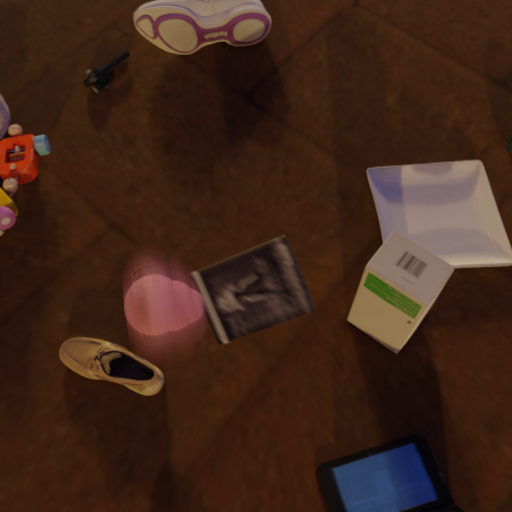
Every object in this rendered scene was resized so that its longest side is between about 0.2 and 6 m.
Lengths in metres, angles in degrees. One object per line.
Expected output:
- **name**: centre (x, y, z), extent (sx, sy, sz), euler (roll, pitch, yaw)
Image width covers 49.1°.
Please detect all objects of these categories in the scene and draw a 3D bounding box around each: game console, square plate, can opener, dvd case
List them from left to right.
- **can opener**: centre (-2.954, -3.686, 11.105), extent (0.373, 0.462, 1.176), euler (4, 49, 47)
- **dvd case**: centre (-0.065, 0.465, 7.299), extent (1.399, 0.112, 1.040), euler (-22, 94, 14)
- **game console**: centre (1.770, 3.131, 7.125), extent (1.666, 1.436, 0.989), euler (-15, 90, -7)
- **square plate**: centre (3.045, -0.655, 9.479), extent (2.075, 0.298, 2.095), euler (-5, 62, -2)

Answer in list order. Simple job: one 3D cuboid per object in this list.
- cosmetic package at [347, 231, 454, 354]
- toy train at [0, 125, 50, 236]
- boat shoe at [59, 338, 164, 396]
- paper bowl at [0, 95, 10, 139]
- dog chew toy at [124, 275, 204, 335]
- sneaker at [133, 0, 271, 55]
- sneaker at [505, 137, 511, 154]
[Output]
- **cosmetic package**: centre (1.990, 0.568, 7.970), extent (0.972, 1.807, 0.766), euler (34, 65, 19)
- **toy train**: centre (-4.868, -1.011, 9.442), extent (2.964, 0.824, 2.226), euler (-16, 54, -7)
- **boat shoe**: centre (-2.135, 1.531, 8.184), extent (1.652, 0.533, 0.589), euler (16, 63, 8)
- **paper bowl**: centre (-5.441, -2.651, 10.246), extent (1.577, 0.820, 1.577), euler (0, 63, 1)
- **dog chew toy**: centre (-0.741, 0.426, 4.797), extent (0.496, 0.797, 0.496), euler (-4, 82, 31)
- **sneaker**: centre (-1.123, -4.877, 11.425), extent (2.719, 1.018, 1.354), euler (-5, 56, -12)
- **sneaker**: centre (5.295, -2.326, 10.155), extent (1.784, 0.692, 0.770), euler (-38, 72, -18)
